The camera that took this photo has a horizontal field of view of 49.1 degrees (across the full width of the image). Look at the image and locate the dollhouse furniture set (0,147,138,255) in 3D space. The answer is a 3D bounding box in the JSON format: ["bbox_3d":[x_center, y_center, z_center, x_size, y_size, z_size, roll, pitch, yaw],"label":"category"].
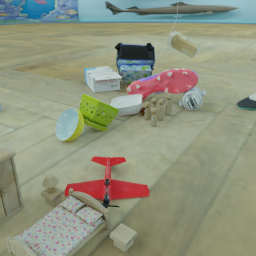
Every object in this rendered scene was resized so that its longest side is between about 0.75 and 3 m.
[{"bbox_3d":[-1.509,1.390,4.271,2.566,1.253,2.188,17,31,32],"label":"dollhouse furniture set"}]

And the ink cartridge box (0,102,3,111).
[{"bbox_3d":[-5.346,-0.671,9.636,1.528,0.361,1.223,9,27,28],"label":"ink cartridge box"}]

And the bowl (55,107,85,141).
[{"bbox_3d":[-1.530,-0.045,7.884,0.969,0.969,0.521,28,2,44],"label":"bowl"}]

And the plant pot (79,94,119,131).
[{"bbox_3d":[-0.952,-0.429,8.324,0.890,0.812,0.894,28,3,43],"label":"plant pot"}]

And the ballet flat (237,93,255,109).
[{"bbox_3d":[4.886,-0.968,9.817,1.966,0.718,0.718,8,27,16],"label":"ballet flat"}]

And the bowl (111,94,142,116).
[{"bbox_3d":[-0.028,-0.756,9.562,1.067,0.399,1.069,-9,25,5],"label":"bowl"}]

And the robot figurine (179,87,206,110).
[{"bbox_3d":[2.296,-1.070,9.995,1.035,0.689,1.220,-19,19,22],"label":"robot figurine"}]

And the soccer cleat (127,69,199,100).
[{"bbox_3d":[1.239,-1.648,10.292,2.748,0.917,1.051,-12,21,28],"label":"soccer cleat"}]

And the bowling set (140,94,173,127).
[{"bbox_3d":[0.780,-0.665,9.089,0.973,0.751,1.398,14,29,26],"label":"bowling set"}]

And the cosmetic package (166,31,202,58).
[{"bbox_3d":[1.603,-2.411,8.054,0.904,0.321,0.476,30,41,8],"label":"cosmetic package"}]

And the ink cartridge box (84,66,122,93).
[{"bbox_3d":[-1.085,-2.063,12.056,1.175,0.676,2.028,-9,27,-18],"label":"ink cartridge box"}]

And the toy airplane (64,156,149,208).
[{"bbox_3d":[-0.407,1.077,5.979,1.772,0.326,1.772,2,26,-1],"label":"toy airplane"}]

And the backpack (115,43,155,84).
[{"bbox_3d":[0.327,-2.741,12.442,1.729,1.389,1.890,1,-12,2],"label":"backpack"}]
